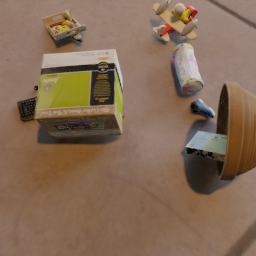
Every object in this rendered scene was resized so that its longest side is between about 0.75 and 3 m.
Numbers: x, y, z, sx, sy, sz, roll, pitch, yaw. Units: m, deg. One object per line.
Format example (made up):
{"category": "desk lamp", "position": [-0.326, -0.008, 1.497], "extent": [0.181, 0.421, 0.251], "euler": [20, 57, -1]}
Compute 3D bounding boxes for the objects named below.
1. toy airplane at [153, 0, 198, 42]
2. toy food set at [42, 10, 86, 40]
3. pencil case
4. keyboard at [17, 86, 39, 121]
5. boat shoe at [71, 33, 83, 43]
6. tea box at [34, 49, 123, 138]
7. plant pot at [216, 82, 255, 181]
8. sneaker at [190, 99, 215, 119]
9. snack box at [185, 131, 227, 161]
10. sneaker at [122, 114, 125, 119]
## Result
{"category": "toy airplane", "position": [1.786, -4.138, 10.686], "extent": [1.773, 1.251, 1.765], "euler": [8, 61, 3]}
{"category": "toy food set", "position": [-2.512, -4.088, 10.933], "extent": [1.226, 0.516, 1.709], "euler": [-25, 48, -15]}
{"category": "pencil case", "position": [2.045, -2.034, 9.624], "extent": [0.771, 0.842, 1.855], "euler": [-5, 59, -3]}
{"category": "keyboard", "position": [-2.584, -1.065, 9.393], "extent": [2.205, 0.227, 1.401], "euler": [-17, 60, -11]}
{"category": "boat shoe", "position": [-1.988, -3.552, 10.883], "extent": [0.324, 0.267, 0.865], "euler": [-40, 45, -10]}
{"category": "tea box", "position": [-1.336, -0.970, 8.316], "extent": [2.207, 1.475, 2.171], "euler": [-2, 65, 6]}
{"category": "plant pot", "position": [2.976, 0.110, 7.202], "extent": [1.176, 2.547, 2.547], "euler": [3, 58, 11]}
{"category": "sneaker", "position": [2.357, -0.559, 8.994], "extent": [0.480, 0.331, 0.863], "euler": [-22, 57, -20]}
{"category": "snack box", "position": [2.487, 0.518, 7.877], "extent": [1.490, 0.276, 0.865], "euler": [10, 39, 39]}
{"category": "sneaker", "position": [-0.544, -0.277, 8.902], "extent": [0.819, 0.321, 0.473], "euler": [9, 71, 13]}
